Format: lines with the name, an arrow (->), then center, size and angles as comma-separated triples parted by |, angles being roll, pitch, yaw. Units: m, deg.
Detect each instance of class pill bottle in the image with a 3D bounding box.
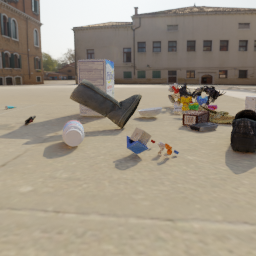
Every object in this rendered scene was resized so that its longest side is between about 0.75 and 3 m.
pill bottle -> -1.594, 0.165, 8.182 | 0.624, 0.624, 1.148 | -2, 12, -11

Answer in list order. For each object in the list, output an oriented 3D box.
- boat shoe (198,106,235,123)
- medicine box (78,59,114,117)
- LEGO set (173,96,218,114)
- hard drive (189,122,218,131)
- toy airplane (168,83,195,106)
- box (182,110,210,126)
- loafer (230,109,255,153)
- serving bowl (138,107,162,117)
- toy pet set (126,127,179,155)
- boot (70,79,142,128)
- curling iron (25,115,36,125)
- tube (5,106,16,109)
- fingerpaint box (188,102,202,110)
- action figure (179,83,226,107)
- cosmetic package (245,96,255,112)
boat shoe -> 3.767, -0.583, 12.037 | 0.688, 0.593, 1.886 | -7, 13, -31
medicine box -> -1.524, -2.041, 14.056 | 1.361, 2.644, 2.408 | 1, 11, 6
LEGO set -> 3.079, -1.005, 13.564 | 2.182, 0.832, 0.895 | 2, 44, 31
hard drive -> 2.805, -0.047, 10.354 | 0.943, 0.199, 0.636 | -7, 13, -31
toy airplane -> 3.067, -1.861, 16.828 | 1.735, 1.230, 1.743 | 23, -9, 21
box -> 2.780, -0.403, 11.424 | 0.680, 0.509, 1.359 | 8, 15, 34
loafer -> 3.605, -0.062, 8.330 | 0.976, 1.009, 2.873 | 6, 12, 26
serving bowl -> 1.054, -0.714, 13.116 | 1.123, 0.369, 1.123 | -8, 9, 1
toy pet set -> 0.525, 0.512, 7.239 | 1.051, 0.598, 1.126 | 34, -6, -34
boot -> -0.795, -1.173, 10.957 | 2.317, 0.841, 2.107 | 29, 42, 9
curling iron -> -4.050, -0.360, 11.795 | 0.401, 0.207, 1.618 | -38, 11, -2
tube -> -6.846, -1.212, 16.359 | 0.302, 0.197, 0.781 | 16, 10, 12
fingerpaint box -> 3.733, -1.283, 15.829 | 0.853, 0.313, 0.711 | -11, 8, 16
action figure -> 4.209, -1.827, 16.013 | 2.529, 1.290, 1.503 | 7, 23, 0
cosmetic package -> 6.814, -1.182, 14.211 | 1.869, 0.950, 0.692 | -4, 12, -26
